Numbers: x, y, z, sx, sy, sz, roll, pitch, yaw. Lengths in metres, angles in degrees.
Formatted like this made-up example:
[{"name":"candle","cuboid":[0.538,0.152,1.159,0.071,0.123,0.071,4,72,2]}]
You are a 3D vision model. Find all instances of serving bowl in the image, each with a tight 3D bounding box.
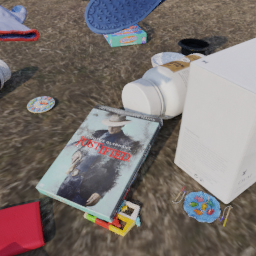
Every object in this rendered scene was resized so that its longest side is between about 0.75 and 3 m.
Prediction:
[{"name":"serving bowl","cuboid":[1.651,-2.467,11.007,1.472,0.484,1.472,0,37,0]}]

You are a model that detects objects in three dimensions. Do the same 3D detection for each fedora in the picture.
[{"name":"fedora","cuboid":[2.804,-3.360,12.039,1.389,0.634,1.389,3,39,-2]}]

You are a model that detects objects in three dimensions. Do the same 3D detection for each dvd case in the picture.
[{"name":"dvd case","cuboid":[-0.590,0.610,6.518,1.972,0.297,2.701,15,53,26]}]

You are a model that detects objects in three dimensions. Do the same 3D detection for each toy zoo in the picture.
[{"name":"toy zoo","cuboid":[-0.253,1.772,5.799,1.104,0.113,0.724,18,41,22]}]

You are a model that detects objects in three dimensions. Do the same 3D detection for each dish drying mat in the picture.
[{"name":"dish drying mat","cuboid":[-2.993,2.145,5.227,2.717,0.247,1.043,-11,40,-16]}]

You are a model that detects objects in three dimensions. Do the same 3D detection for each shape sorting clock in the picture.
[{"name":"shape sorting clock","cuboid":[-2.816,-0.774,9.064,0.876,0.172,0.876,0,37,0]}]

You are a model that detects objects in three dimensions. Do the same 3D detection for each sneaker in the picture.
[{"name":"sneaker","cuboid":[0.274,-3.101,6.643,2.985,1.047,1.163,-34,11,-6]}]

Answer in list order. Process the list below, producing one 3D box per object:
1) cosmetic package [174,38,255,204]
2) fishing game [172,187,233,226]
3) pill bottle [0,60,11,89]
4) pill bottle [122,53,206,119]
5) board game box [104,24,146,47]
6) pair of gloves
[{"name":"cosmetic package","cuboid":[2.727,-0.304,6.305,2.768,2.777,1.707,-25,44,-28]},{"name":"fishing game","cuboid":[1.566,1.636,5.941,1.141,0.177,0.817,22,40,27]},{"name":"pill bottle","cuboid":[-4.894,-1.559,9.329,1.082,1.082,1.942,15,39,18]},{"name":"pill bottle","cuboid":[1.264,-1.145,8.364,2.756,1.576,1.576,-25,44,-30]},{"name":"board game box","cuboid":[-0.287,-4.761,13.956,1.755,0.519,2.307,-11,39,-14]},{"name":"pair of gloves","cuboid":[-1.841,-1.183,2.724,1.579,0.224,1.964,35,34,32]}]
